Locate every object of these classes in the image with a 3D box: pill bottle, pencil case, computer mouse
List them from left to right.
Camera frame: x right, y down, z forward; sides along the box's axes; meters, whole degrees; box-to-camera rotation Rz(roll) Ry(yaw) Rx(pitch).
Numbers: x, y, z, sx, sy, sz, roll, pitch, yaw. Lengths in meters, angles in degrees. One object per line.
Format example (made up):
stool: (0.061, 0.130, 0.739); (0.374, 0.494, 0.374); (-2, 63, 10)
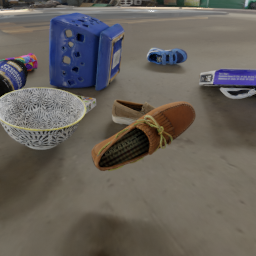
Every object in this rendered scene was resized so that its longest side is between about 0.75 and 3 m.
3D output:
pill bottle: (-4.784, -1.849, 10.867); (1.373, 1.373, 2.455); (0, 29, 0)
pencil case: (-5.488, -3.084, 13.710); (0.916, 0.916, 2.073); (24, 35, 36)
computer mouse: (4.608, -1.356, 10.927); (2.032, 0.446, 1.114); (2, 16, 5)

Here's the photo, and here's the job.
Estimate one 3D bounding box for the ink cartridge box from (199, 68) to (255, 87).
ink cartridge box: (4.565, -1.938, 10.906); (2.912, 0.638, 2.940); (1, 8, 1)

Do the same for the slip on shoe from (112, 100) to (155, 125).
slip on shoe: (0.593, -0.468, 9.042); (2.311, 0.700, 0.879); (10, 30, 18)

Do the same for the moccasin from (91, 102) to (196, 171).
moccasin: (0.372, 0.162, 5.989); (2.473, 0.904, 0.954); (-22, 10, -9)

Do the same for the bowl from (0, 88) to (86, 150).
bowl: (-2.421, -0.141, 7.859); (2.392, 1.123, 2.392); (8, 32, -5)

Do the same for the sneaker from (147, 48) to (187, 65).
sneaker: (2.055, -3.802, 15.125); (2.257, 0.834, 0.928); (8, 34, 25)

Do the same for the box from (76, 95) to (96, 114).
box: (-2.162, -0.907, 10.266); (1.751, 0.304, 0.964); (11, 31, 19)

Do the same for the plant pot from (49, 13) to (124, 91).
plant pot: (-1.665, -3.282, 12.196); (2.529, 2.813, 2.813); (13, 30, 8)
